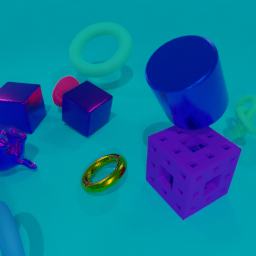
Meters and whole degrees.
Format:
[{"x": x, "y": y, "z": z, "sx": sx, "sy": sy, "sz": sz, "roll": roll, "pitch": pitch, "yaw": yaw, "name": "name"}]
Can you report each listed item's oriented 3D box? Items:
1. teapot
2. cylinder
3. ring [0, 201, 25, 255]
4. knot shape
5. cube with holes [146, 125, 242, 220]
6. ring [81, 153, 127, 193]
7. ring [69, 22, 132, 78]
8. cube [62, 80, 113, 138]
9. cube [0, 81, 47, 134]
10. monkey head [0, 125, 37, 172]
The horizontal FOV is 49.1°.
[{"x": -1.614, "y": -0.962, "z": 7.874, "sx": 0.739, "sy": 0.938, "sz": 1.508, "roll": 30, "pitch": 23, "yaw": 3, "name": "teapot"}, {"x": 1.067, "y": -0.767, "z": 4.949, "sx": 1.212, "sy": 1.212, "sz": 1.212, "roll": -14, "pitch": 54, "yaw": 20, "name": "cylinder"}, {"x": -1.833, "y": 1.673, "z": 4.262, "sx": 0.232, "sy": 1.159, "sz": 1.159, "roll": -16, "pitch": 39, "yaw": -33, "name": "ring"}, {"x": 2.808, "y": -0.172, "z": 6.751, "sx": 0.513, "sy": 1.040, "sz": 1.111, "roll": 9, "pitch": 48, "yaw": 16, "name": "knot shape"}, {"x": 1.207, "y": 0.743, "z": 5.503, "sx": 1.211, "sy": 1.211, "sz": 1.211, "roll": -21, "pitch": 42, "yaw": -25, "name": "cube with holes"}, {"x": -0.500, "y": 0.914, "z": 5.768, "sx": 1.068, "sy": 0.214, "sz": 1.068, "roll": -24, "pitch": 25, "yaw": 12, "name": "ring"}, {"x": -0.888, "y": -2.512, "z": 8.915, "sx": 2.095, "sy": 0.419, "sz": 2.095, "roll": -5, "pitch": 65, "yaw": 11, "name": "ring"}, {"x": -1.063, "y": -0.505, "z": 7.269, "sx": 0.923, "sy": 0.923, "sz": 0.923, "roll": 32, "pitch": 46, "yaw": 19, "name": "cube"}, {"x": -2.879, "y": -0.549, "z": 7.420, "sx": 0.979, "sy": 0.979, "sz": 0.979, "roll": 6, "pitch": 37, "yaw": 8, "name": "cube"}, {"x": -2.662, "y": 0.481, "z": 5.732, "sx": 1.663, "sy": 1.002, "sz": 1.196, "roll": 10, "pitch": 10, "yaw": -19, "name": "monkey head"}]
